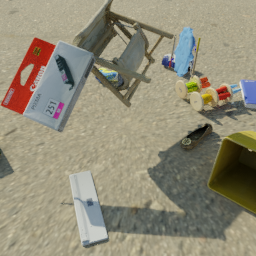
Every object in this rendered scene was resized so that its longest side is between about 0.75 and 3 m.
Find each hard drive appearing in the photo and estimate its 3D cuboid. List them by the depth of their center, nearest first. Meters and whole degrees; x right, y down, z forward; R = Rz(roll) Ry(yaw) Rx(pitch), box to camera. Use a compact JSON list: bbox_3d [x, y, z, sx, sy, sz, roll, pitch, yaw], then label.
[{"bbox_3d":[6.256,-1.631,13.458,1.448,0.278,2.195,7,39,9],"label":"hard drive"}]

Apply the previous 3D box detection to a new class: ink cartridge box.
[{"bbox_3d":[-2.678,-1.552,9.109,2.379,0.597,2.741,22,83,6],"label":"ink cartridge box"}]

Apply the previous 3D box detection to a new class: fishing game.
[{"bbox_3d":[1.763,-2.325,8.554,0.332,1.529,2.136,4,16,-11],"label":"fishing game"}]

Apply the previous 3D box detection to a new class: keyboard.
[{"bbox_3d":[-1.281,2.343,8.692,0.745,0.141,2.646,-7,39,-16],"label":"keyboard"}]

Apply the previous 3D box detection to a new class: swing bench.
[{"bbox_3d":[-0.292,-2.992,10.682,2.989,1.939,2.973,33,56,-7],"label":"swing bench"}]

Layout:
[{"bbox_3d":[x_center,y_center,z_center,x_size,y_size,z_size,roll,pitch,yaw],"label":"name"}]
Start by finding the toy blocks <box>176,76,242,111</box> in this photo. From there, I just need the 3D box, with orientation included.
[{"bbox_3d":[3.839,-1.832,13.220,2.489,0.904,2.075,-17,43,-20],"label":"toy blocks"}]

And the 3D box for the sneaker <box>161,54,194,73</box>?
[{"bbox_3d":[2.703,-3.489,15.398,1.846,0.746,1.066,16,39,16],"label":"sneaker"}]

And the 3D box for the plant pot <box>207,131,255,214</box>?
[{"bbox_3d":[3.988,1.176,8.795,1.998,1.998,1.762,27,37,29],"label":"plant pot"}]

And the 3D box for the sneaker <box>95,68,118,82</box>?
[{"bbox_3d":[-1.035,-2.595,14.508,1.615,0.612,0.848,18,54,32],"label":"sneaker"}]

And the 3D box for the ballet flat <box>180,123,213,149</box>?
[{"bbox_3d":[2.710,0.273,10.984,1.838,0.426,0.619,-28,46,-30],"label":"ballet flat"}]
